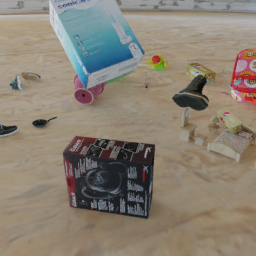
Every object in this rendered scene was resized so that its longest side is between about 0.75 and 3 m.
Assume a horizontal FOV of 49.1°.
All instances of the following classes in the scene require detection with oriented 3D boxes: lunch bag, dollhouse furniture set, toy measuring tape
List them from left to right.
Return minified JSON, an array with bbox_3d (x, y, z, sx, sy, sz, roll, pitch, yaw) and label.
[{"bbox_3d":[1.267,-3.771,15.667,2.186,0.804,0.804,15,32,27],"label":"toy measuring tape"},{"bbox_3d":[3.030,0.028,8.260,2.692,1.192,1.395,22,35,35],"label":"dollhouse furniture set"},{"bbox_3d":[5.686,-1.886,11.167,2.975,1.219,2.621,9,63,27],"label":"lunch bag"}]

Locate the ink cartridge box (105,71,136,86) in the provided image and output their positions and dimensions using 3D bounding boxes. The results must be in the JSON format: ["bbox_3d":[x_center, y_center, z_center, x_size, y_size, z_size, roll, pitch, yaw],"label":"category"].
[{"bbox_3d":[-0.987,-2.693,13.268,2.431,0.721,1.262,-29,38,-23],"label":"ink cartridge box"}]

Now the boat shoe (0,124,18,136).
[{"bbox_3d":[-4.176,0.048,9.079,1.146,0.387,0.411,-9,28,-18],"label":"boat shoe"}]

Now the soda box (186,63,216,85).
[{"bbox_3d":[3.601,-2.725,13.962,0.615,0.581,1.816,-9,30,-14],"label":"soda box"}]

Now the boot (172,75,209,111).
[{"bbox_3d":[1.651,-0.915,6.550,0.917,0.514,1.326,-46,22,-6],"label":"boot"}]

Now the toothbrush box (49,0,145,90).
[{"bbox_3d":[-1.093,-3.064,9.405,2.090,2.854,1.217,-26,-8,-20],"label":"toothbrush box"}]

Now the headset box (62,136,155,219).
[{"bbox_3d":[-0.468,1.044,6.074,2.002,1.490,0.773,6,29,12],"label":"headset box"}]

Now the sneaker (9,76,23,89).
[{"bbox_3d":[-5.235,-2.099,12.999,0.529,0.450,1.161,-14,30,-17],"label":"sneaker"}]

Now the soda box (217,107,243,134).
[{"bbox_3d":[3.188,-0.235,8.765,0.329,0.311,0.970,-24,37,1],"label":"soda box"}]

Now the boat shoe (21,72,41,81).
[{"bbox_3d":[-4.818,-2.561,13.912,1.081,0.389,0.350,13,22,22],"label":"boat shoe"}]

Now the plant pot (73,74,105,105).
[{"bbox_3d":[-1.656,-1.618,11.376,1.299,1.299,1.163,5,45,9],"label":"plant pot"}]

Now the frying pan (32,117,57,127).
[{"bbox_3d":[-2.964,-0.229,9.837,0.528,0.142,0.872,16,30,25],"label":"frying pan"}]
